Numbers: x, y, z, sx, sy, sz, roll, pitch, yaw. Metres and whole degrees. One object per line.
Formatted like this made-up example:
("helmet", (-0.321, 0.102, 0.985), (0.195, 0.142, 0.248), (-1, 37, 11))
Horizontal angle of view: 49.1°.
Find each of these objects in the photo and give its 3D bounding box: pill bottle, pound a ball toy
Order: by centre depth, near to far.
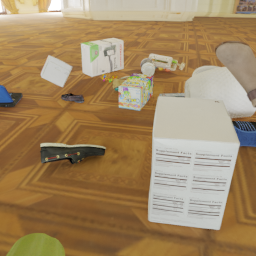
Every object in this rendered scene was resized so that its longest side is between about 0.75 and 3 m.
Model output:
("pill bottle", (1.169, -3.545, 16.493), (0.808, 0.808, 1.421), (0, 28, 0))
("pound a ball toy", (2.365, -3.939, 17.442), (1.973, 0.838, 1.286), (22, 10, 34))

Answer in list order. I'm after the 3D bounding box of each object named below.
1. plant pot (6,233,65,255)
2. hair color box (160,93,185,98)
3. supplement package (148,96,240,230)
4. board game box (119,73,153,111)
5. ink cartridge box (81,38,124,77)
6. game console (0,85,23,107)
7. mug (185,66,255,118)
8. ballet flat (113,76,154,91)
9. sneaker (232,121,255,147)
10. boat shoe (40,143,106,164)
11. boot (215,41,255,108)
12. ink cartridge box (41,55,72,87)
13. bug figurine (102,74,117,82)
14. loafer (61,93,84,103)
("plant pot", (-1.644, 2.676, 4.663), (1.677, 1.677, 1.592), (-3, 16, -6))
("hair color box", (2.037, -1.177, 12.364), (1.278, 0.633, 0.387), (-2, 29, -3))
("supplement package", (1.476, 0.755, 7.025), (1.750, 2.380, 2.276), (4, 29, 7))
("board game box", (0.395, -1.713, 12.937), (1.042, 1.024, 1.987), (10, 30, 17))
("ink cartridge box", (-1.479, -4.281, 16.801), (2.468, 1.796, 1.037), (-23, 36, -36))
("game console", (-6.172, -1.652, 12.527), (2.238, 1.324, 1.910), (1, 30, -1))
("mug", (3.592, -1.647, 11.533), (2.449, 2.062, 2.794), (-5, 48, 2))
("ballet flat", (0.279, -2.347, 14.273), (2.134, 0.672, 0.732), (-5, -10, -8))
("sneaker", (3.969, 0.149, 9.895), (2.366, 0.830, 0.922), (11, 22, 14))
("boat shoe", (-1.692, 0.820, 8.797), (2.056, 0.644, 0.752), (1, -14, -22))
("boot", (2.927, -1.217, 6.823), (1.977, 1.445, 0.694), (3, -23, -42))
("ink cartridge box", (-1.924, -1.526, 7.458), (0.611, 0.608, 0.841), (24, 6, -23))
("bug figurine", (-1.074, -2.785, 15.721), (0.898, 0.231, 0.696), (14, 37, 16))
("loafer", (-2.603, -1.490, 13.181), (1.262, 0.397, 0.454), (13, 31, 23))
